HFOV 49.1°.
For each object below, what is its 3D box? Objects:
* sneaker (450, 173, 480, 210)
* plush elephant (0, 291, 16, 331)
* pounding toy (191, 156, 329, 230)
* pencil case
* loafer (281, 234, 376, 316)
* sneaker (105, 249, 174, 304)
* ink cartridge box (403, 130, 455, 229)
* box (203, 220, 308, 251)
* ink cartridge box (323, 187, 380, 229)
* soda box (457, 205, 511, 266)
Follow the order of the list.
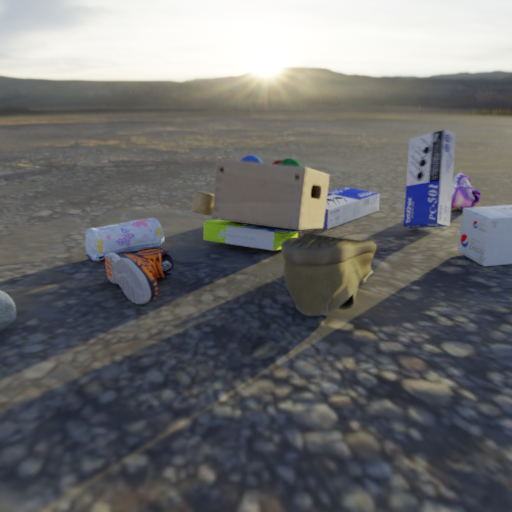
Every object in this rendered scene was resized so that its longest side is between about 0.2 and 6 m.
[{"bbox_3d":[5.652,-1.669,15.195,0.859,0.782,1.944,16,28,23],"label":"sneaker"},{"bbox_3d":[-5.142,-0.145,7.877,2.563,2.409,3.112,-13,23,-35],"label":"plush elephant"},{"bbox_3d":[-0.029,-1.413,12.025,2.964,1.356,2.604,9,7,21],"label":"pounding toy"},{"bbox_3d":[-2.643,-0.340,11.270,1.548,0.643,0.702,-15,40,-37],"label":"pencil case"},{"bbox_3d":[1.120,0.253,8.925,1.248,1.107,3.284,8,5,23],"label":"loafer"},{"bbox_3d":[-1.806,0.223,9.463,1.046,0.724,1.866,-12,22,-29],"label":"sneaker"},{"bbox_3d":[3.918,-1.695,12.684,0.463,2.094,0.984,9,-7,-33],"label":"ink cartridge box"},{"bbox_3d":[-0.010,-0.456,11.665,1.883,0.449,1.148,9,11,27],"label":"box"},{"bbox_3d":[2.040,-1.248,14.142,1.104,0.519,2.348,17,25,38],"label":"ink cartridge box"},{"bbox_3d":[5.562,-0.478,11.122,2.883,0.982,0.918,-5,19,-13],"label":"soda box"}]
